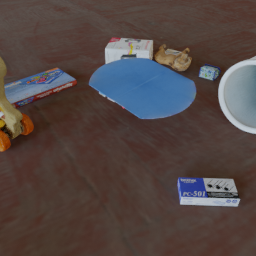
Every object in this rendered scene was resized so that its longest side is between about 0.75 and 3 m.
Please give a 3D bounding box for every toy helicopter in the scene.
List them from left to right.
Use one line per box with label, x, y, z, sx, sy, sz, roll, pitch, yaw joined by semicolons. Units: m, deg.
toy helicopter;-3.502;-0.825;7.270;1.830;2.766;1.091;33;46;12

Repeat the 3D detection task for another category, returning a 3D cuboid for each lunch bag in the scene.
lunch bag;3.247;-2.226;11.046;0.646;0.484;0.760;24;32;27

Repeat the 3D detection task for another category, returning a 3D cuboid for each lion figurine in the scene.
lion figurine;1.810;-2.933;11.861;2.175;0.788;1.332;16;46;42

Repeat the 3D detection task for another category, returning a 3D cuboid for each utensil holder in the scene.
utensil holder;4.358;-1.256;8.421;2.518;2.140;2.140;-26;44;-33

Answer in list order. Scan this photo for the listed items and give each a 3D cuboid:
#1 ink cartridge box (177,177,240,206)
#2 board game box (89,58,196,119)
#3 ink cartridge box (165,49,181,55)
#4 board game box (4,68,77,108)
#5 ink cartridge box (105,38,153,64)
ink cartridge box;1.796;1.441;6.352;1.267;0.280;0.596;1;36;2
board game box;0.426;-1.053;8.065;2.983;0.581;2.357;35;51;30
ink cartridge box;2.183;-3.489;12.922;0.783;0.175;0.690;22;44;26
board game box;-3.413;-1.472;10.190;2.753;0.268;1.417;-28;47;-32
ink cartridge box;0.079;-3.271;12.115;1.885;0.807;1.391;5;37;9
